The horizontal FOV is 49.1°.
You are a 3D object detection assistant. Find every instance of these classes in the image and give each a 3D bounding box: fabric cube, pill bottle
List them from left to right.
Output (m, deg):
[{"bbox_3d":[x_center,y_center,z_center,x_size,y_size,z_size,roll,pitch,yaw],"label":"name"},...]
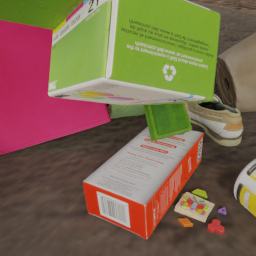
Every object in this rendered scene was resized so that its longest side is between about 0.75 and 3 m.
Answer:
[{"bbox_3d":[-2.123,-1.457,6.455,2.610,2.651,2.660,-18,31,-3],"label":"fabric cube"},{"bbox_3d":[2.443,1.186,4.004,0.941,0.941,1.680,-14,33,-23],"label":"pill bottle"}]

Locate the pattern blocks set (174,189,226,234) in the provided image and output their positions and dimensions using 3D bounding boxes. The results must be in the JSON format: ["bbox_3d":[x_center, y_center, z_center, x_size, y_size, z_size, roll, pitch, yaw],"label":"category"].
[{"bbox_3d":[1.107,1.310,4.658,1.012,0.082,0.889,10,31,18],"label":"pattern blocks set"}]

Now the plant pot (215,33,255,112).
[{"bbox_3d":[3.726,-1.525,7.477,2.347,2.705,2.705,-16,30,4],"label":"plant pot"}]

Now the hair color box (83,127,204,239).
[{"bbox_3d":[0.398,0.737,4.972,1.165,0.703,2.295,13,32,31],"label":"hair color box"}]

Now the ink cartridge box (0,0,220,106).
[{"bbox_3d":[-0.621,-0.865,3.101,2.580,0.977,1.907,3,1,-30],"label":"ink cartridge box"}]

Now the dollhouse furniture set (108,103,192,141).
[{"bbox_3d":[0.451,-0.273,6.402,1.492,1.153,2.985,-14,-4,-14],"label":"dollhouse furniture set"}]

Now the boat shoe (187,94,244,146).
[{"bbox_3d":[1.980,-0.485,7.065,0.892,0.816,2.387,-14,32,-23],"label":"boat shoe"}]
